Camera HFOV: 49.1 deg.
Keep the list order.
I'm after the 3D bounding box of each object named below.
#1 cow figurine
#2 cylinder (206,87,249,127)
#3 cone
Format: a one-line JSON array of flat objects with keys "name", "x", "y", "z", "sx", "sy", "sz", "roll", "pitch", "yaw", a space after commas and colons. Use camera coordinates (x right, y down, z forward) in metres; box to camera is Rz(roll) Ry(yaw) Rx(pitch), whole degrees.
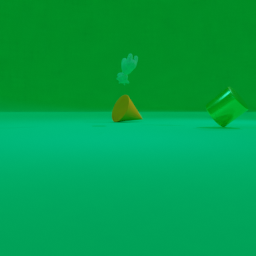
[{"name": "cow figurine", "x": -0.032, "y": -1.990, "z": 9.648, "sx": 0.505, "sy": 0.906, "sz": 0.920, "roll": 16, "pitch": -17, "yaw": -25}, {"name": "cylinder", "x": 3.011, "y": -0.638, "z": 8.553, "sx": 0.904, "sy": 0.904, "sz": 0.904, "roll": -42, "pitch": -20, "yaw": 28}, {"name": "cone", "x": 0.163, "y": -0.639, "z": 12.692, "sx": 1.306, "sy": 1.301, "sz": 1.301, "roll": 24, "pitch": -9, "yaw": -30}]
